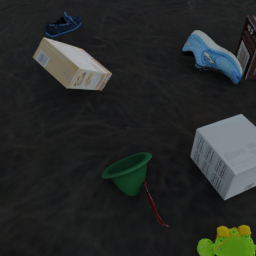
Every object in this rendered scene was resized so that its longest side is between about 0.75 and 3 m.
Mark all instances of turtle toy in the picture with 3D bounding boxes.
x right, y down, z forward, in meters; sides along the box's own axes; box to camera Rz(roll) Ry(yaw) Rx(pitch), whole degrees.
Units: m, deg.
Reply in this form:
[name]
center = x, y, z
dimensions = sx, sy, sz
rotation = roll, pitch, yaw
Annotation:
[turtle toy]
center = 2.082, 2.534, 5.903
dimensions = 1.219, 0.616, 0.888
rotation = -2, 69, 0

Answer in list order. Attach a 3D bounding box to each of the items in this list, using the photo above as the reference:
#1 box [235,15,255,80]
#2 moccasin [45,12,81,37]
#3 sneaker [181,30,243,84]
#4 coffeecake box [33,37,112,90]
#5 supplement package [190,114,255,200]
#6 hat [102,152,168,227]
[box]
center = 5.601, -3.060, 10.690
dimensions = 2.229, 1.830, 1.849
rotation = 1, 45, 1
[moccasin]
center = -3.045, -5.053, 13.491
dimensions = 0.834, 0.707, 2.073
rotation = 27, 51, 25
[sneaker]
center = 3.239, -2.521, 10.914
dimensions = 1.257, 1.095, 2.795
rotation = -46, 65, 4
[coffeecake box]
center = -1.766, -2.062, 9.370
dimensions = 1.635, 0.778, 2.130
rotation = 41, 20, 15
[supplement package]
center = 2.757, 0.717, 7.352
dimensions = 1.512, 1.163, 1.581
rotation = -17, 47, -16
[hat]
center = 0.209, 1.590, 7.161
dimensions = 1.372, 1.458, 1.656
rotation = -21, 7, 18
